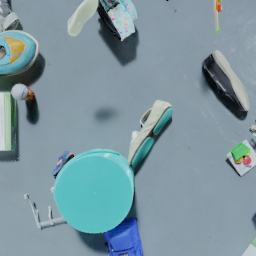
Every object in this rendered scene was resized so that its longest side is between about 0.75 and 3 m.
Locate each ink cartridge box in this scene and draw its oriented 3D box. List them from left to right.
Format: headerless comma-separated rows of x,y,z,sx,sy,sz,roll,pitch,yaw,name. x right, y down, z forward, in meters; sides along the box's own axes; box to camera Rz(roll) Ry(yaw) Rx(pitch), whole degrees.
-5.728,-0.184,10.460,2.936,0.704,2.137,-2,88,-2,ink cartridge box
4.865,5.274,10.066,1.647,0.949,2.257,38,88,1,ink cartridge box

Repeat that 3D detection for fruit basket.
4.344,1.117,10.563,0.965,0.488,1.042,-38,104,-1,fruit basket

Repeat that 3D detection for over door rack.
-2.996,2.883,10.342,1.102,0.497,1.491,-15,109,0,over door rack

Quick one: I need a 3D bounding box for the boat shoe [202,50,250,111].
3.704,-1.675,10.606,0.793,0.919,2.529,-30,94,41,boat shoe

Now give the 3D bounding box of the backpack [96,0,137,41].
-0.368,-4.110,10.190,1.261,1.487,1.675,-29,84,3,backpack

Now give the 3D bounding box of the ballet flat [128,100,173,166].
0.666,0.161,10.466,0.851,0.920,2.729,33,84,29,ballet flat

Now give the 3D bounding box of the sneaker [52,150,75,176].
-2.476,1.329,10.548,0.458,0.440,1.167,42,96,31,sneaker

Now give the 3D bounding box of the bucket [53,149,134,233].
-1.085,2.121,9.749,2.896,1.884,2.896,0,87,0,bucket

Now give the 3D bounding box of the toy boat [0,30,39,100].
-4.164,-2.251,10.189,2.257,1.247,2.684,-22,90,1,toy boat

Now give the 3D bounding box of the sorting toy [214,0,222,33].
2.798,-3.728,8.716,0.245,1.800,1.014,-3,68,20,sorting toy

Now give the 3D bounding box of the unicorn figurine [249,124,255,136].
4.977,0.056,10.492,0.732,0.394,1.066,11,49,1,unicorn figurine

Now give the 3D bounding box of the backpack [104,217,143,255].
-0.178,4.206,9.964,1.282,1.324,1.577,-11,91,7,backpack

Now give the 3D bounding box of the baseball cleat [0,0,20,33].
-4.703,-4.630,10.634,1.303,0.854,2.448,12,98,-5,baseball cleat

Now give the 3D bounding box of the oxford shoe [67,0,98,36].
-1.290,-3.117,7.707,1.271,0.478,0.367,-44,52,31,oxford shoe
